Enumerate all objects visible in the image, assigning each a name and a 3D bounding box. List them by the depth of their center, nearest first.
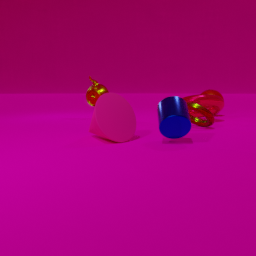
[{"bbox_3d":[1.026,-0.238,6.303,0.705,0.705,0.705,0,44,1],"label":"cylinder"},{"bbox_3d":[-0.643,-0.081,6.912,1.213,1.213,1.217,-7,-12,-44],"label":"cone"},{"bbox_3d":[2.164,-0.418,8.853,1.191,0.238,1.191,28,-16,9],"label":"ring"},{"bbox_3d":[2.670,-0.808,10.907,2.081,0.416,2.081,-3,-14,-1],"label":"ring"},{"bbox_3d":[-1.259,-1.300,11.081,0.980,1.576,0.771,-4,15,24],"label":"teapot"},{"bbox_3d":[3.789,-1.168,12.884,1.207,1.207,1.207,0,8,0],"label":"ball"}]
